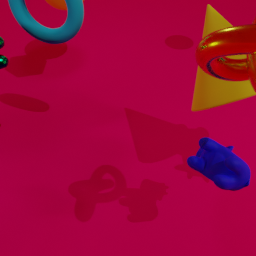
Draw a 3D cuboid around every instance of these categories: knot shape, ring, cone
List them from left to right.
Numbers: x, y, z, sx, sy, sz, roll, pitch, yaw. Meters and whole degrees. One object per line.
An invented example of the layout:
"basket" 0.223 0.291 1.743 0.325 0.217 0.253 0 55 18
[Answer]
"ring" -1.473 -2.193 5.007 1.433 1.433 0.287 11 43 10
"cone" 1.639 -1.330 4.824 1.641 1.641 1.647 -21 94 -18
"knot shape" 1.177 -0.691 2.250 1.311 0.647 1.401 -16 20 51

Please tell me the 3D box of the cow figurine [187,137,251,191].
"cow figurine" 1.326 0.516 3.961 1.063 0.593 1.080 24 11 -38

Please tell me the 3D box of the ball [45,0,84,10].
"ball" -1.729 -3.889 7.510 1.351 1.351 1.351 0 47 0

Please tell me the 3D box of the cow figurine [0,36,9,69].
"cow figurine" -2.895 -0.912 4.402 1.638 0.914 1.665 2 47 -8
